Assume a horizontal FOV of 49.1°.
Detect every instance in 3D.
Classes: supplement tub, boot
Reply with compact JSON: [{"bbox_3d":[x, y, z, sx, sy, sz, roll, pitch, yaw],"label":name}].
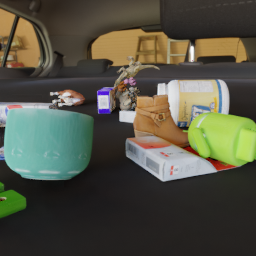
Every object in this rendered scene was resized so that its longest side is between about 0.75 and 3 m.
[{"bbox_3d":[2.358,-0.919,10.535,2.439,1.764,1.764,0,13,4],"label":"supplement tub"},{"bbox_3d":[1.128,-0.217,8.018,1.944,1.504,0.716,-2,11,-10],"label":"boot"}]

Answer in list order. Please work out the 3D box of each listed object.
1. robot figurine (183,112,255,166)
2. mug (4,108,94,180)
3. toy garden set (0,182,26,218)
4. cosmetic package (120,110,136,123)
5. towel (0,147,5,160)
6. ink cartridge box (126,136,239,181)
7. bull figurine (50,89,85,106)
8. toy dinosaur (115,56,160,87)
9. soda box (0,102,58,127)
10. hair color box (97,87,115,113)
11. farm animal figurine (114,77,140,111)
[{"bbox_3d":[2.295,0.222,6.780,1.700,1.121,1.937,-3,13,-36],"label":"robot figurine"},{"bbox_3d":[-1.421,0.380,5.699,2.035,1.259,1.672,8,-8,-32],"label":"mug"},{"bbox_3d":[-3.127,1.221,4.247,2.470,0.493,2.059,12,16,40],"label":"toy garden set"},{"bbox_3d":[0.093,-0.472,11.557,0.866,0.440,0.321,8,15,28],"label":"cosmetic package"},{"bbox_3d":[-3.065,0.596,7.582,0.932,0.151,1.269,0,13,3],"label":"towel"},{"bbox_3d":[1.307,0.583,6.773,2.218,0.556,1.799,-8,16,-25],"label":"ink cartridge box"},{"bbox_3d":[-3.541,-1.778,16.381,1.571,0.843,2.588,-13,16,-33],"label":"bull figurine"},{"bbox_3d":[0.211,-2.025,9.549,1.716,0.499,0.867,-25,-25,-4],"label":"toy dinosaur"},{"bbox_3d":[-4.122,-0.519,10.831,2.654,0.842,0.906,2,13,7],"label":"soda box"},{"bbox_3d":[-1.062,-1.443,14.265,0.653,1.101,2.014,-1,13,3],"label":"hair color box"},{"bbox_3d":[-0.053,-1.662,14.514,1.041,1.672,2.071,-29,1,24],"label":"farm animal figurine"}]
